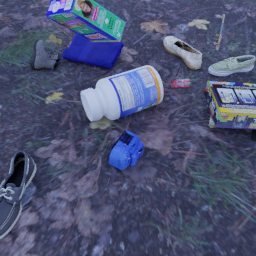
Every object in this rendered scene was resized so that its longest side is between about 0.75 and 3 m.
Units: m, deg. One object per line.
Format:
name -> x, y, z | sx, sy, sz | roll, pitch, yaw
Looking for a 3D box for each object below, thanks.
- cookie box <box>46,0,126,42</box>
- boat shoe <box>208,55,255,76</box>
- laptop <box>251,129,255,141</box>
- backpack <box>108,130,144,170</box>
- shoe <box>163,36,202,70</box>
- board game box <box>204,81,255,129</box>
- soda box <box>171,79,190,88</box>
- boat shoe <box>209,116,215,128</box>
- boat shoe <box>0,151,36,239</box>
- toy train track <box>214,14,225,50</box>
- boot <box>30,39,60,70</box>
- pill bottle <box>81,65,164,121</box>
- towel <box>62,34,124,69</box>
cookie box -> -1.471, -3.837, 9.895 | 2.152, 0.809, 1.841 | 17, 1, -43
boat shoe -> 4.560, -2.811, 12.322 | 2.115, 0.656, 0.761 | -11, 48, -10
laptop -> 5.847, 0.122, 9.989 | 2.204, 1.277, 2.063 | 37, 52, -5
backpack -> -0.069, 0.767, 8.860 | 0.914, 0.885, 1.089 | 27, 52, 19
shoe -> 2.577, -3.732, 13.134 | 0.936, 0.714, 2.676 | -22, 51, -19
board game box -> 4.098, -0.815, 9.875 | 2.399, 0.680, 1.983 | 3, 42, -2
soda box -> 2.192, -1.869, 11.716 | 0.770, 0.270, 0.244 | -3, 47, -4
boat shoe -> 3.729, -0.403, 10.289 | 1.687, 0.531, 0.615 | -15, 44, -22
boat shoe -> -3.418, 1.794, 7.938 | 0.955, 0.825, 2.630 | 7, 48, 6
toy train track -> 3.405, -3.576, 10.483 | 0.206, 1.268, 0.727 | 13, 33, 18
boot -> -3.733, -3.334, 12.922 | 1.227, 0.650, 1.864 | 1, 58, -3
pill bottle -> -0.235, -1.199, 10.235 | 2.760, 1.547, 1.547 | -21, 51, -17
towel -> -1.605, -3.567, 13.133 | 2.480, 0.615, 1.832 | 15, 56, 13
